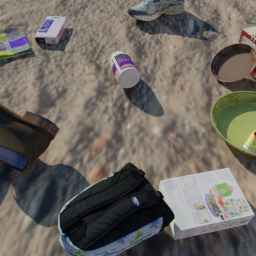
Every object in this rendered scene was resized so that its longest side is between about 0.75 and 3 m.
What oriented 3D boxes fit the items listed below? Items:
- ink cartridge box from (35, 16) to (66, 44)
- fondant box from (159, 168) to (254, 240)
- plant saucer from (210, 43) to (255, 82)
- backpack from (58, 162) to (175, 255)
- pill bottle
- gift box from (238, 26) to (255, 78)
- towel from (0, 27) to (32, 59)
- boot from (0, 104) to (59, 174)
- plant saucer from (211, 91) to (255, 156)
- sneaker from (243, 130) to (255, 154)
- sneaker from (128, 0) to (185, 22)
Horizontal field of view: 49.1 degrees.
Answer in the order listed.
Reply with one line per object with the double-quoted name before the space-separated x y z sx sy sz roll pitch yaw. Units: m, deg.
"ink cartridge box" -3.282 -4.275 12.096 0.897 0.351 1.894 4 49 4
"fondant box" 1.720 1.684 6.378 1.743 0.508 1.257 -9 47 -7
"plant saucer" 3.695 -2.226 9.774 1.579 0.272 1.579 -17 57 28
"backpack" -0.401 1.866 5.702 2.033 1.563 1.658 -17 51 -40
"pill bottle" -0.158 -2.073 9.711 0.787 0.787 1.399 -13 48 -12
"gift box" 4.899 -2.935 10.051 1.517 1.499 1.624 -14 53 -11
"towel" -4.844 -3.503 11.437 1.502 0.238 2.092 -18 49 -17
"boot" -3.363 0.165 7.274 2.905 1.085 1.408 13 64 19
"plant saucer" 3.686 -0.094 8.119 2.599 0.404 2.599 0 48 0
"sneaker" 3.687 0.197 7.582 1.299 0.587 0.508 -30 51 -33
"sneaker" 1.322 -5.897 12.953 2.996 1.293 1.163 -22 51 -19
